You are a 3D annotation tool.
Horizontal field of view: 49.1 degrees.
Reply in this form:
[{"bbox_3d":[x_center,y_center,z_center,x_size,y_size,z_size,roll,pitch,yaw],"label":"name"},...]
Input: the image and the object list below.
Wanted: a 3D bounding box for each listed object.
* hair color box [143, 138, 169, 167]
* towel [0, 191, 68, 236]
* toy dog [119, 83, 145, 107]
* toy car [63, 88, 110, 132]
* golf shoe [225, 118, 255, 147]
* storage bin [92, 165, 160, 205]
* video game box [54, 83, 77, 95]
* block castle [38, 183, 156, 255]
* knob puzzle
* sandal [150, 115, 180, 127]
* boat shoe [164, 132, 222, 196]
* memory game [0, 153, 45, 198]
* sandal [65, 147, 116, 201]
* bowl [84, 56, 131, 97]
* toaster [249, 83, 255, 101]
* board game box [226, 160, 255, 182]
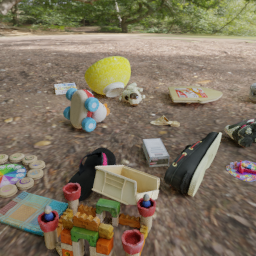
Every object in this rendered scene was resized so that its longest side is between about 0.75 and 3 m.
[{"bbox_3d":[0.852,0.750,8.779,0.601,0.368,1.213,-3,23,-6],"label":"hair color box"},{"bbox_3d":[-2.178,1.907,6.401,1.447,0.157,1.061,9,24,20],"label":"towel"},{"bbox_3d":[0.222,-1.550,13.488,1.199,0.863,1.237,-14,28,-12],"label":"toy dog"},{"bbox_3d":[-1.396,-0.770,11.119,1.712,1.514,1.578,-7,26,-45],"label":"toy car"},{"bbox_3d":[4.744,-0.069,9.958,2.586,0.998,1.139,-7,18,-17],"label":"golf shoe"},{"bbox_3d":[-0.013,1.327,6.648,1.201,0.567,1.210,14,2,31],"label":"storage bin"},{"bbox_3d":[-3.483,-2.206,15.645,1.175,0.302,1.289,-9,25,-14],"label":"video game box"},{"bbox_3d":[-0.588,1.813,5.581,2.089,0.980,1.396,8,25,16],"label":"block castle"},{"bbox_3d":[3.434,-1.602,14.122,2.868,0.398,2.868,0,23,0],"label":"knob puzzle"},{"bbox_3d":[1.488,-0.325,11.212,1.179,0.388,0.432,7,25,16],"label":"sandal"},{"bbox_3d":[1.938,0.774,7.858,0.893,1.042,2.849,21,35,25],"label":"boat shoe"},{"bbox_3d":[-3.511,1.270,7.864,2.293,0.146,2.293,0,24,0],"label":"memory game"},{"bbox_3d":[-0.973,1.087,7.773,0.917,0.550,2.442,7,24,15],"label":"sandal"},{"bbox_3d":[-0.876,-2.392,14.409,2.474,2.474,1.331,-12,69,-25],"label":"bowl"},{"bbox_3d":[6.785,-1.820,13.970,1.626,0.924,1.050,-24,31,-37],"label":"toaster"},{"bbox_3d":[3.464,1.142,8.061,1.162,0.226,0.918,-10,25,-22],"label":"board game box"}]
